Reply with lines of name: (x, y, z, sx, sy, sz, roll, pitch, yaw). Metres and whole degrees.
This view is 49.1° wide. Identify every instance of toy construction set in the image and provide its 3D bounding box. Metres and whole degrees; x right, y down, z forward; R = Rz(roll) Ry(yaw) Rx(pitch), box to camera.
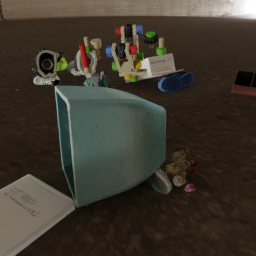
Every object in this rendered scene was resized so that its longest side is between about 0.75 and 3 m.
toy construction set: (-0.226, -1.925, 8.325, 2.216, 1.702, 1.848, -15, 40, -10)

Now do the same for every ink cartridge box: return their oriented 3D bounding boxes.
ink cartridge box: (1.113, -2.801, 13.024, 1.510, 0.890, 2.622, -19, 12, -33)

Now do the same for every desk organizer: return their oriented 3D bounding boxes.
desk organizer: (5.760, -1.875, 12.169, 2.234, 0.860, 0.801, 14, 30, 25)

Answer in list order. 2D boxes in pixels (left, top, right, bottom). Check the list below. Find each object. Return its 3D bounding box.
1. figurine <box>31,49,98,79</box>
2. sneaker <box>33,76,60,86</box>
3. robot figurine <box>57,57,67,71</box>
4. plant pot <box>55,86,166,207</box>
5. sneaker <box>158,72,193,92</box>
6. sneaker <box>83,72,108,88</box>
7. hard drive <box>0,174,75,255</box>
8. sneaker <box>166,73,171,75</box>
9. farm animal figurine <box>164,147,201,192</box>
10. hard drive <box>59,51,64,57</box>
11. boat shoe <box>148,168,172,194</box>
figurine: (-3.141, -3.031, 13.682, 2.972, 1.279, 2.900, -9, 8, -24)
sneaker: (-3.843, -2.259, 13.360, 1.235, 0.466, 0.711, -12, 27, -26)
robot figurine: (-3.814, -3.519, 15.625, 0.909, 0.600, 1.037, -26, 10, 26)
plant pot: (-0.362, 0.149, 6.477, 2.232, 2.191, 2.185, -7, 18, -18)
sneaker: (2.052, -2.146, 12.964, 2.163, 0.759, 0.843, -19, 22, -36)
sneaker: (-1.456, -1.876, 12.400, 1.070, 0.910, 2.444, -13, 17, 0)
hard drive: (-2.480, 1.852, 5.457, 1.595, 0.323, 2.418, 19, 32, 33)
sneaker: (2.159, -2.982, 15.082, 0.312, 0.291, 0.826, 1, 16, 45)
farm animal figurine: (1.260, 1.066, 6.736, 0.843, 0.525, 1.044, 45, 39, -3)
hard drive: (-4.142, -3.775, 15.730, 0.195, 1.184, 0.826, 49, 47, -2)
boat shoe: (0.696, 1.096, 6.778, 0.432, 0.496, 1.347, -16, 24, -19)
